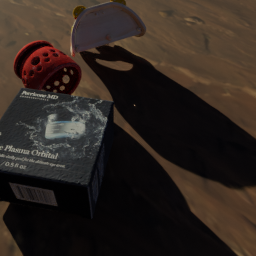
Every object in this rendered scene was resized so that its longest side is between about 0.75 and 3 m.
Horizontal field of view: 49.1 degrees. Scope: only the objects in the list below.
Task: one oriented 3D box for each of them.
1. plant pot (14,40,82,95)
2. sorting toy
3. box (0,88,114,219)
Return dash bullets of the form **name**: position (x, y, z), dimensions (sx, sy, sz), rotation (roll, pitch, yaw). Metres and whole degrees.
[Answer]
- **plant pot**: position (-2.301, -1.595, 7.883), dimensions (1.531, 1.531, 1.394), rotation (-37, 73, -28)
- **sorting toy**: position (-0.987, -3.177, 9.398), dimensions (2.450, 2.205, 1.309), rotation (-21, 96, -15)
- **box**: position (-1.644, 0.468, 6.236), dimensions (2.307, 1.377, 2.346), rotation (9, 48, 4)
